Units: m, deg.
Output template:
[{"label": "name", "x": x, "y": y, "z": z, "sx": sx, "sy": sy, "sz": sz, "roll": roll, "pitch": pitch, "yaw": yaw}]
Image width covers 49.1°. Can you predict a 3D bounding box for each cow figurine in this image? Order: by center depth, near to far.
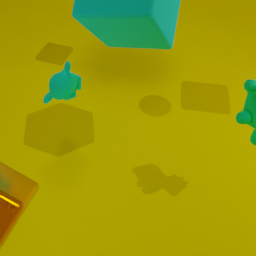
[{"label": "cow figurine", "x": 2.180, "y": -0.225, "z": 4.421, "sx": 1.102, "sy": 1.120, "sz": 0.615, "roll": 0, "pitch": 12, "yaw": -41}]

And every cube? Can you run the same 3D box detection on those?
[{"label": "cube", "x": -1.397, "y": 0.687, "z": 2.199, "sx": 0.930, "sy": 0.930, "sz": 0.930, "roll": 32, "pitch": 82, "yaw": -8}, {"label": "cube", "x": 0.064, "y": -2.064, "z": 4.390, "sx": 1.245, "sy": 1.245, "sz": 1.245, "roll": 9, "pitch": 88, "yaw": 22}]

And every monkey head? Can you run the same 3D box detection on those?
[{"label": "monkey head", "x": -1.533, "y": -1.062, "z": 6.491, "sx": 0.696, "sy": 1.154, "sz": 0.831, "roll": 11, "pitch": 34, "yaw": -51}]
